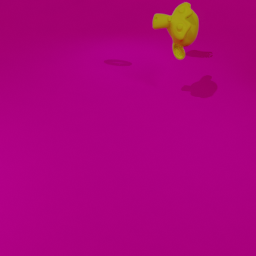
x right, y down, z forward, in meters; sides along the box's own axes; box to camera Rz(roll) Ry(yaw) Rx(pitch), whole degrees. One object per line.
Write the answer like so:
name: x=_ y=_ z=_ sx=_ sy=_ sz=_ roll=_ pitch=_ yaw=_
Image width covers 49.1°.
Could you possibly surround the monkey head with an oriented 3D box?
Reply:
monkey head: x=1.461 y=-3.077 z=8.490 sx=1.310 sy=1.821 sz=1.097 roll=6 pitch=-3 yaw=16
